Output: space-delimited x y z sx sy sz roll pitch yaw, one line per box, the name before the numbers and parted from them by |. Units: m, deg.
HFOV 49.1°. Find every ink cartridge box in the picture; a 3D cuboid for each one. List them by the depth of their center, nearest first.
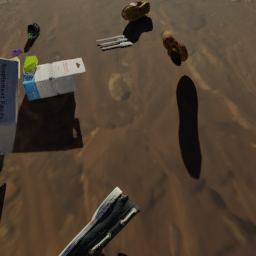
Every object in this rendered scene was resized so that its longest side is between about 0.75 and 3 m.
ink cartridge box | -2.226 -1.536 8.661 1.832 0.622 1.063 -13 41 -9

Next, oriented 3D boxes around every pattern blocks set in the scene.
pattern blocks set | -4.032 -1.645 8.744 2.594 0.239 2.951 -14 40 9

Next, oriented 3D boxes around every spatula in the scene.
spatula | -0.571 -3.440 11.244 1.281 0.103 0.890 -17 51 -16

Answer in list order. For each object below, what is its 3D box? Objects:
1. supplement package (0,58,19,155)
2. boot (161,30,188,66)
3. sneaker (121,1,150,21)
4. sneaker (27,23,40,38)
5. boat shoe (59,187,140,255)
supplement package | -3.759 -0.468 5.700 2.778 1.624 1.629 3 62 -25
boot | 1.595 -2.371 9.071 0.541 1.470 1.137 -34 44 26
sneaker | 0.199 -5.475 13.091 0.841 0.699 1.866 24 41 35
sneaker | -3.951 -4.158 11.738 0.414 0.452 1.080 -2 43 -2
boat shoe | -0.603 2.004 4.718 0.665 0.833 2.204 37 64 8
